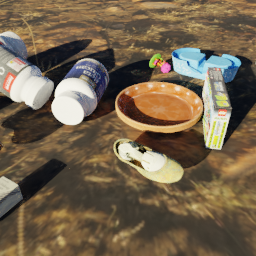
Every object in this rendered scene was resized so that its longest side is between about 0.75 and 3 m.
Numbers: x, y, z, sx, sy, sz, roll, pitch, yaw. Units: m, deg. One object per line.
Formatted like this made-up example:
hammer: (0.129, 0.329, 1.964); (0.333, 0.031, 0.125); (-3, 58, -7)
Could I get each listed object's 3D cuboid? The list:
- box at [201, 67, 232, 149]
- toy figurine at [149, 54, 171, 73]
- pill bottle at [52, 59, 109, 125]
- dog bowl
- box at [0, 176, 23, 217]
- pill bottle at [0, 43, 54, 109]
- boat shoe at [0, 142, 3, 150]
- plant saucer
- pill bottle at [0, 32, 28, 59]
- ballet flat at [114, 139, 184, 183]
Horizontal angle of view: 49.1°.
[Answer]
box: (2.357, -0.628, 7.674); (0.397, 1.259, 2.287); (6, 36, 7)
toy figurine: (1.363, -2.419, 10.897); (0.748, 0.610, 0.812); (43, 28, 27)
pill bottle: (-1.402, -1.085, 8.322); (1.230, 1.230, 2.214); (6, 37, 8)
dog bowl: (2.877, -2.378, 10.609); (2.557, 0.634, 1.425); (20, 41, 25)
box: (-2.718, 1.542, 5.388); (0.524, 0.436, 1.275); (19, 40, 24)
pill bottle: (-3.433, -1.564, 8.495); (2.149, 1.245, 1.245); (33, 42, 5)
boat shoe: (-3.591, 0.016, 6.795); (1.683, 0.637, 0.604); (27, 62, 22)
plant saucer: (0.916, -0.628, 8.400); (2.564, 0.414, 2.564); (-1, 36, 0)
pill bottle: (-4.957, -2.370, 9.840); (1.506, 1.506, 2.749); (16, 40, 21)
ballet flat: (0.348, 0.669, 6.164); (0.649, 0.649, 1.837); (-30, 34, -34)
